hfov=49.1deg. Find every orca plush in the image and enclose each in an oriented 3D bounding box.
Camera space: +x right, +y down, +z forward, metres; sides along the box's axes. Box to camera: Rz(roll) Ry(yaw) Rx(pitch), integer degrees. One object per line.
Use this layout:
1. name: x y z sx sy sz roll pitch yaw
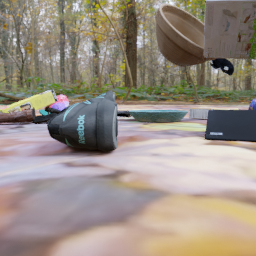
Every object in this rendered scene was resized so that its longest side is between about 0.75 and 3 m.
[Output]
1. orca plush: 3.766 -3.022 11.528 1.005 1.909 0.679 -3 -38 -25

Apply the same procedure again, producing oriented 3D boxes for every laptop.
1. laptop: 2.738 0.121 6.441 1.759 1.025 1.984 3 -19 19

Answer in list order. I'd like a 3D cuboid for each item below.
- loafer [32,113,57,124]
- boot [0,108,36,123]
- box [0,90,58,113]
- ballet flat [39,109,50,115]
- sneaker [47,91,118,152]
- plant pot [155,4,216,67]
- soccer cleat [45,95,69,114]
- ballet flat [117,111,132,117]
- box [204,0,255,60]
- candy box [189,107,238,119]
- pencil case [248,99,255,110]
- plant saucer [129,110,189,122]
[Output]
1. loafer: -2.855 -0.266 9.672 0.853 0.304 0.311 -11 46 -16
2. boot: -4.042 -0.365 9.624 1.633 0.524 1.522 -9 -1 -12
3. box: -3.895 -0.893 11.006 2.113 0.530 0.795 -29 20 -28
4. ballet flat: -4.119 -0.747 14.233 0.342 0.340 1.000 -7 -11 43
5. sneaker: -0.717 -0.197 5.194 1.053 1.002 2.657 -2 5 -2
6. plant pot: 1.720 -2.768 8.935 2.394 2.394 1.105 -5 -35 -41
7. soccer cleat: -3.014 -1.013 12.245 0.947 1.016 2.776 25 -2 -15
8. ballet flat: -0.255 -0.594 13.089 1.148 0.326 0.382 2 -38 18
9. box: 2.702 -2.589 6.848 1.594 0.874 1.807 7 -28 19
10. candy box: 3.596 -0.615 11.821 1.760 0.487 1.016 5 8 43
11. pencil case: 5.226 -0.644 9.891 1.028 0.924 2.367 -3 6 -2
12. plant saucer: 1.169 -0.478 10.858 2.319 0.417 2.319 -1 6 0
